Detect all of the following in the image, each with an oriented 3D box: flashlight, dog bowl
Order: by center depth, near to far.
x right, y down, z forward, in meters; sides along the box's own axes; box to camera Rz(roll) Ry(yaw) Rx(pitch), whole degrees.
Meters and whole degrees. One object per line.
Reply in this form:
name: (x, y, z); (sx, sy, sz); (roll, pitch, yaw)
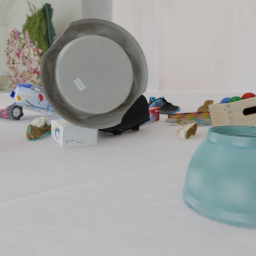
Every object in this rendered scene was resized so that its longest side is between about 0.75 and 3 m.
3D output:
dog bowl: (-0.892, -1.374, 7.402); (2.774, 2.774, 0.813); (-3, 6, -15)
flashlight: (-5.634, -0.770, 12.555); (2.107, 0.716, 0.713); (8, 23, 30)

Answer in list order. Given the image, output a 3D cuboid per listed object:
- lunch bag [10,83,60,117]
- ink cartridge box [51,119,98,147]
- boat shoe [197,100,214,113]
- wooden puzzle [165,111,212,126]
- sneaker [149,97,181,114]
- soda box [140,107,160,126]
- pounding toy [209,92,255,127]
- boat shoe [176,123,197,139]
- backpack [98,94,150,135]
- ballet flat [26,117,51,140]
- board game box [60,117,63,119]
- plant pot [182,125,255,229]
lunch bag: (-4.092, -1.289, 12.735); (2.377, 1.121, 2.966); (15, -6, -24)
ink cartridge box: (-1.543, 0.105, 7.967); (0.976, 0.588, 1.344); (-5, 14, -27)
boat shoe: (3.720, -0.812, 13.282); (0.570, 0.558, 1.610); (10, 31, 33)
wooden puzzle: (2.818, -0.386, 11.530); (2.948, 0.207, 1.748); (-5, 14, -19)
sneaker: (1.835, -1.202, 14.742); (0.773, 0.865, 2.111); (-9, 14, -42)
soda box: (0.708, -0.517, 11.577); (0.645, 0.584, 1.843); (5, 11, 27)
pounding toy: (3.759, -0.572, 8.970); (2.128, 1.108, 2.422); (-13, 4, -1)
boat shoe: (1.852, 0.044, 8.778); (0.404, 0.431, 1.169); (12, 15, 29)
backpack: (-1.091, -0.863, 9.838); (2.924, 2.248, 2.386); (-3, 7, 44)
ballet flat: (-2.753, -0.040, 8.823); (0.542, 0.578, 1.599); (-1, 9, 8)
board game box: (-1.870, -0.427, 11.762); (1.232, 0.325, 1.610); (7, 13, 27)
plant pot: (1.599, 0.544, 4.014); (1.599, 1.071, 1.599); (-1, 10, 0)
